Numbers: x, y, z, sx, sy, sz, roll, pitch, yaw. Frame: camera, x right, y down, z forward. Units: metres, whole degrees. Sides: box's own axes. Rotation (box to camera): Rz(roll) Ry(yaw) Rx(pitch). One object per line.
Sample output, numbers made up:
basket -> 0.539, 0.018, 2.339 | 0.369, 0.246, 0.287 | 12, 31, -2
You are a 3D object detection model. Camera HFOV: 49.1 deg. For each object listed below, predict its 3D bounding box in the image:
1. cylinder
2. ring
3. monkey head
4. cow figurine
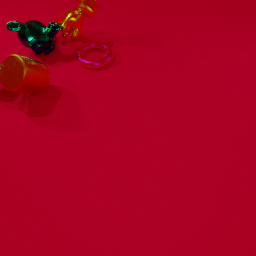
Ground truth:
cylinder -> -2.809, -1.431, 7.675 | 0.959, 0.959, 0.959 | -1, 88, 27
ring -> -1.086, -2.400, 9.144 | 1.236, 0.247, 1.236 | -1, 53, 1
monkey head -> -2.826, -3.086, 8.983 | 1.125, 1.343, 1.867 | 52, 29, 11
cow figurine -> -1.710, -3.712, 9.217 | 1.527, 0.838, 1.503 | 26, 90, 49
